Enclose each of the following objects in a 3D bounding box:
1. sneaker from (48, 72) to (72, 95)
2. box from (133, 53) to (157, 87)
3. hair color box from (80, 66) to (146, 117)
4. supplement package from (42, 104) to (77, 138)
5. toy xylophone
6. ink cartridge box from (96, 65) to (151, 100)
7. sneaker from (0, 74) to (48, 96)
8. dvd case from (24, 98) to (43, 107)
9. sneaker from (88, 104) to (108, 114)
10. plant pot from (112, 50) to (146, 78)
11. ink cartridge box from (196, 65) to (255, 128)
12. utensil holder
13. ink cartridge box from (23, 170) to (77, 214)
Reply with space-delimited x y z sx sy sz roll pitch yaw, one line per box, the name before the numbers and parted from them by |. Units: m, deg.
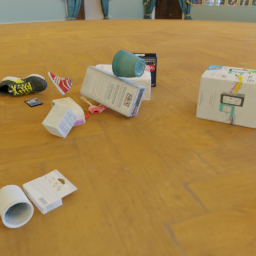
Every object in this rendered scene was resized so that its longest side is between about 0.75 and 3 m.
sneaker | -2.954 -2.116 12.322 0.715 0.453 1.271 -38 78 0
box | 0.712 -3.383 16.299 1.925 1.753 1.002 1 30 3
hair color box | -0.727 -1.709 12.794 2.820 1.396 0.855 27 17 24
supplement package | -2.661 -0.285 10.997 0.761 0.755 1.003 15 63 27
toy xylophone | -2.541 -0.845 12.687 1.717 0.589 2.345 -11 29 -19
ink cartridge box | -0.300 -2.472 14.959 2.952 1.222 2.162 1 33 2
sneaker | -5.650 -2.109 14.874 2.836 1.056 1.200 -2 32 15
dvd case | -4.747 -1.280 14.086 0.644 0.079 0.903 -21 34 -33
sneaker | -1.324 -0.850 13.075 1.016 0.375 0.441 -14 49 -23
plant pot | 0.092 -2.621 11.854 1.093 1.163 1.163 22 35 33
ink cartridge box | 4.654 -1.440 12.303 2.694 1.968 1.977 13 31 23
utensil holder | -2.916 1.964 7.141 0.746 0.746 0.878 -18 30 -31
ink cartridge box | -2.216 1.775 7.980 1.094 0.278 1.242 -23 35 -36
